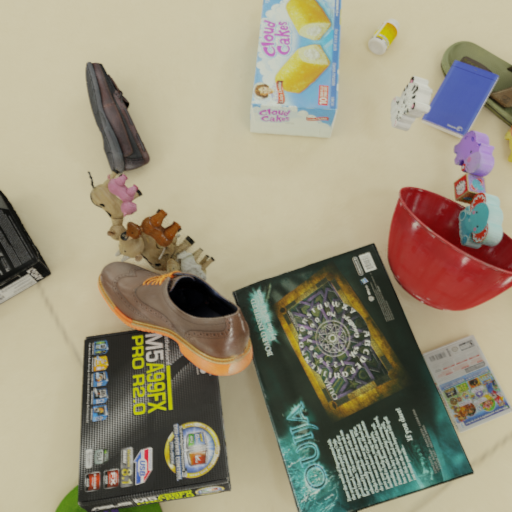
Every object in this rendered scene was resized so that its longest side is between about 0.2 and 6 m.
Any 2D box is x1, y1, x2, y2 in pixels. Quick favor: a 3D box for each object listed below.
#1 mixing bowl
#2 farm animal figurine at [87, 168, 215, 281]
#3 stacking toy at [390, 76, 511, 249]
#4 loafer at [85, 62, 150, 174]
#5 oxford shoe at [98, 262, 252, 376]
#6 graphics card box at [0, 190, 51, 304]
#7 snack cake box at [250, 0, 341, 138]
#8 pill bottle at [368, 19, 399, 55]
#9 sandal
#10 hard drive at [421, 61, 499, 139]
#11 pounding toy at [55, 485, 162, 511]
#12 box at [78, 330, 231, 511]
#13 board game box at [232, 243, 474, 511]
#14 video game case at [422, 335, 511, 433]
[{"bbox_3d":[3.133,0.046,9.322,2.432,1.317,2.432,20,28,-11],"label":"mixing bowl"},{"bbox_3d":[-1.932,-0.355,9.472,1.074,2.037,2.060,-47,46,-4],"label":"farm animal figurine"},{"bbox_3d":[3.917,-1.177,9.787,2.915,0.908,3.866,10,67,-16],"label":"stacking toy"},{"bbox_3d":[-2.760,-2.739,11.054,0.763,0.871,2.423,-13,74,-23],"label":"loafer"},{"bbox_3d":[-1.361,0.622,8.960,3.246,1.183,1.157,23,41,30],"label":"oxford shoe"},{"bbox_3d":[-5.442,0.273,9.768,3.062,0.779,1.921,-33,72,-11],"label":"graphics card box"},{"bbox_3d":[0.815,-3.875,11.337,1.647,0.962,2.864,5,68,1],"label":"snack cake box"},{"bbox_3d":[2.746,-4.696,11.964,0.421,0.421,0.771,32,71,12],"label":"pill bottle"},{"bbox_3d":[5.235,-3.372,11.146,3.303,0.942,1.311,33,72,12],"label":"sandal"},{"bbox_3d":[4.065,-3.128,11.191,0.924,0.178,1.400,29,87,20],"label":"hard drive"},{"bbox_3d":[-2.116,4.268,8.007,1.761,1.059,2.281,-34,71,-12],"label":"pounding toy"},{"bbox_3d":[-1.590,2.392,8.705,2.132,0.589,2.662,-8,55,-2],"label":"box"},{"bbox_3d":[1.319,1.864,8.704,2.551,0.531,3.771,-18,65,1],"label":"board game box"},{"bbox_3d":[3.518,2.121,9.381,0.981,0.123,1.370,-19,69,-8],"label":"video game case"}]
